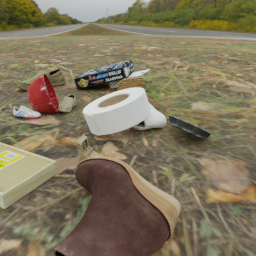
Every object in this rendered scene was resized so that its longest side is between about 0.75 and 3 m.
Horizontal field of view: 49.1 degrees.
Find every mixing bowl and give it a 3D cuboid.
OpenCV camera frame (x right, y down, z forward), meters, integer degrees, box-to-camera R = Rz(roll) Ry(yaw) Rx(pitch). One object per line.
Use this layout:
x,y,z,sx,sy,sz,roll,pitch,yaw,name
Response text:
-3.584,-1.310,11.657,0.914,1.688,1.688,-19,25,-1,mixing bowl

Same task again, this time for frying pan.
1.738,-0.183,9.672,1.562,0.420,2.582,23,3,-36,frying pan

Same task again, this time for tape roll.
-0.398,-0.629,9.923,2.335,0.817,2.335,-17,21,7,tape roll

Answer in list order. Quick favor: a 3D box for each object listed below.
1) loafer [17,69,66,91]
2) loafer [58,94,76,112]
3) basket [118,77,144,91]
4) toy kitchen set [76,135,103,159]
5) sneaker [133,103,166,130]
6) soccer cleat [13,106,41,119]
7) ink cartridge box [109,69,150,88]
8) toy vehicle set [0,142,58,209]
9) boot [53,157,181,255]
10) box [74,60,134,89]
-4.801,-2.718,15.513,2.786,0.939,1.059,-20,30,-39,loafer
-2.657,-1.091,12.178,0.565,0.510,1.494,8,23,2,loafer
0.098,-2.211,14.336,1.261,0.939,0.900,-14,27,-28,basket
-1.050,0.750,7.400,0.760,0.686,0.620,27,54,20,toy kitchen set
0.466,-0.494,10.608,1.092,0.696,1.890,-10,26,-29,sneaker
-4.068,-0.640,11.210,1.132,0.489,0.395,3,23,6,soccer cleat
0.130,-2.750,15.610,1.965,0.561,1.597,0,23,26,ink cartridge box
-3.456,1.053,7.365,2.757,0.365,1.713,13,26,28,toy vehicle set
-0.557,1.562,5.349,2.762,0.999,2.298,19,27,30,boot
-1.272,-2.985,15.594,2.874,0.661,2.285,-10,20,16,box
